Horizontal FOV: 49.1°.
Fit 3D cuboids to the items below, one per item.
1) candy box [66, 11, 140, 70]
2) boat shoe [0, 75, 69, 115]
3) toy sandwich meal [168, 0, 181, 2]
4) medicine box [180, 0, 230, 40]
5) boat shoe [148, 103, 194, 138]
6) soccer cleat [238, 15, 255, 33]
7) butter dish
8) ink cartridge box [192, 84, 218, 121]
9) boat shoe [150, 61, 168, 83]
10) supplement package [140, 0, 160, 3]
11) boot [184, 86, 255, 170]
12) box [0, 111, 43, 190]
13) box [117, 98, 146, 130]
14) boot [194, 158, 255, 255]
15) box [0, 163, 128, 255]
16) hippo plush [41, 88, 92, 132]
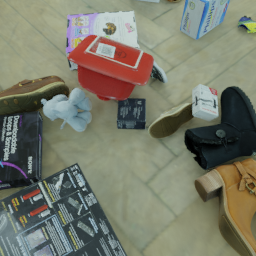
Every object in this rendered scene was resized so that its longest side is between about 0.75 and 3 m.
[{"bbox_3d":[-0.854,-3.000,9.534,2.339,0.837,1.962,-4,57,-2],"label":"candy box"},{"bbox_3d":[-2.998,-0.945,8.243,2.428,0.874,0.820,-20,54,-20],"label":"boat shoe"},{"bbox_3d":[1.860,-5.446,11.451,0.832,0.285,0.832,0,57,0],"label":"toy sandwich meal"},{"bbox_3d":[2.773,-4.266,9.947,1.664,1.516,0.856,-39,65,-22],"label":"medicine box"},{"bbox_3d":[1.190,-0.230,7.959,1.642,0.593,0.534,-31,23,-20],"label":"boat shoe"},{"bbox_3d":[4.672,-3.685,10.324,1.267,0.410,0.530,26,91,11],"label":"soccer cleat"},{"bbox_3d":[-0.536,-1.518,8.133,2.182,1.617,2.188,20,37,-2],"label":"butter dish"},{"bbox_3d":[2.169,-0.708,7.887,0.629,0.365,0.871,16,64,-19],"label":"ink cartridge box"},{"bbox_3d":[0.876,-1.779,9.059,0.404,0.411,1.140,-27,50,-6],"label":"boat shoe"},{"bbox_3d":[0.882,-6.435,11.508,1.302,1.254,2.290,10,58,7],"label":"supplement package"},{"bbox_3d":[2.442,-0.089,7.614,1.942,0.883,2.312,-11,58,-7],"label":"boot"},{"bbox_3d":[-3.748,0.642,7.366,2.899,0.523,2.072,-7,57,-6],"label":"box"},{"bbox_3d":[0.105,-0.410,8.067,0.818,0.480,0.804,2,57,2],"label":"box"},{"bbox_3d":[2.807,1.750,6.485,1.707,0.813,2.206,-19,60,-14],"label":"boot"},{"bbox_3d":[-1.373,2.376,5.670,2.133,0.673,2.705,-26,73,-23],"label":"box"},{"bbox_3d":[-1.796,-0.412,7.933,1.149,1.138,1.429,1,35,37],"label":"hippo plush"}]
